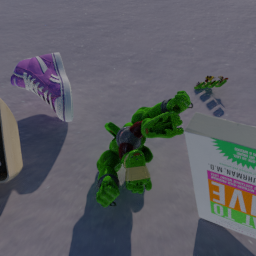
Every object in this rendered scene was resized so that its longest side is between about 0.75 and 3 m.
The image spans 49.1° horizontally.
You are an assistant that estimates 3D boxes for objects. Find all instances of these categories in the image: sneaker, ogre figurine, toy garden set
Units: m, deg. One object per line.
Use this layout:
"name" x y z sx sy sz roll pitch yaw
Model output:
"sneaker" -2.412 -1.069 7.825 1.538 0.978 2.698 -11 47 -18
"ogre figurine" 0.154 0.296 5.793 1.253 2.553 1.531 21 -1 -21
"toy garden set" 2.728 -1.532 9.035 0.801 0.192 0.961 -35 24 -33

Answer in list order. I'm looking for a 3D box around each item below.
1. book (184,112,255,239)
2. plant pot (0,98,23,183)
"book" 1.834 0.893 4.255 1.634 2.446 0.588 17 56 33
"plant pot" -2.961 0.393 5.609 1.588 1.406 1.586 -11 82 -1
